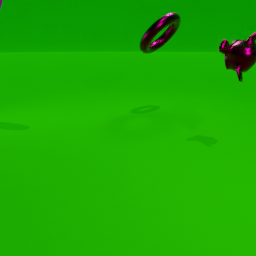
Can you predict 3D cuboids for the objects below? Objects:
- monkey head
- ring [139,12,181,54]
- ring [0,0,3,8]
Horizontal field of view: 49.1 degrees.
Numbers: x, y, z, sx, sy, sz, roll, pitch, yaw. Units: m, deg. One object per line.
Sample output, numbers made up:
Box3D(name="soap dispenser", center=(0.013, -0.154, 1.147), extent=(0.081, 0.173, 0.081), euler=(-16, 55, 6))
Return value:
Box3D(name="monkey head", center=(2.368, -1.590, 5.968), extent=(0.815, 1.132, 0.682), euler=(16, 7, -44))
Box3D(name="ring", center=(1.059, -3.108, 9.262), extent=(0.331, 1.656, 1.656), euler=(52, 34, 9))
Box3D(name="ring", center=(-3.490, -3.210, 6.183), extent=(1.667, 1.667, 0.333), euler=(6, 28, 19))
